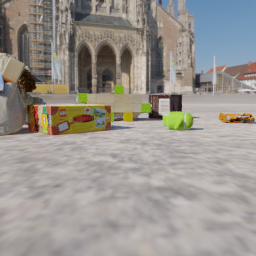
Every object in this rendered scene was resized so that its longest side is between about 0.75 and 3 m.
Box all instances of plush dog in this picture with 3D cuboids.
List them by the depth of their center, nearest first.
[{"bbox_3d":[-3.549,-1.201,7.995,2.288,1.965,1.836,34,36,17],"label":"plush dog"}]

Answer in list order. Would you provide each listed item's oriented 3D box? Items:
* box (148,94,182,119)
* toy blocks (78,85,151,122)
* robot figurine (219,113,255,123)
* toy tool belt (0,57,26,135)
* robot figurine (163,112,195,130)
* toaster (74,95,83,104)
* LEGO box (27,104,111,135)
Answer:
[{"bbox_3d":[1.436,-0.824,10.741,0.921,0.930,1.122,4,7,34],"label":"box"},{"bbox_3d":[-0.507,-0.754,10.224,2.451,1.225,1.675,1,-5,-4],"label":"toy blocks"},{"bbox_3d":[3.477,-0.322,8.928,1.077,0.314,0.781,1,8,11],"label":"robot figurine"},{"bbox_3d":[-3.638,-0.715,6.063,2.724,1.674,1.701,-2,6,-18],"label":"toy tool belt"},{"bbox_3d":[1.253,-0.174,6.896,0.768,0.444,0.674,2,6,16],"label":"robot figurine"},{"bbox_3d":[-1.603,-0.994,12.326,1.096,0.965,1.698,5,7,21],"label":"toaster"},{"bbox_3d":[-1.402,-0.253,6.719,1.613,0.622,1.201,-6,8,-43],"label":"LEGO box"}]
